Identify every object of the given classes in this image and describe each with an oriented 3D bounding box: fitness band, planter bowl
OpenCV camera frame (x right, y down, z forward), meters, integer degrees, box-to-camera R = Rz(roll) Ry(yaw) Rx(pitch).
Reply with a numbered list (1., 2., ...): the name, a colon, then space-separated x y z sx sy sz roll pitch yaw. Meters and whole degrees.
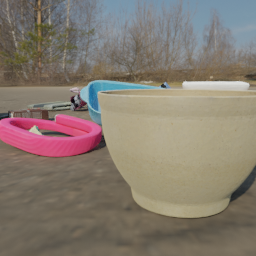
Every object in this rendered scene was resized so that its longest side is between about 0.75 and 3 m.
1. fitness band: -1.512 0.073 5.505 2.164 0.405 1.554 13 15 34
2. planter bowl: 0.555 0.190 2.979 1.743 1.173 1.743 1 10 0

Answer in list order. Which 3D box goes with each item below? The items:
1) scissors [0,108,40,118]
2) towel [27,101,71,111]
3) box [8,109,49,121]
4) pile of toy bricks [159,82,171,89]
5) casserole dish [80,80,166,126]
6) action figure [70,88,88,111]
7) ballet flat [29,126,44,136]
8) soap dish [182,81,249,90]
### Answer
1. scissors: -3.865 -0.529 9.926 0.818 0.156 2.235 -1 10 6
2. towel: -3.119 -0.937 12.131 1.749 0.314 1.816 4 12 37
3. box: -2.948 -0.351 8.329 1.038 0.389 0.520 -6 11 -39
4. pile of toy bricks: 1.267 -0.937 10.411 1.041 1.170 2.109 -39 15 17
5. casserole dish: 0.180 -0.448 6.203 2.482 0.481 1.503 5 36 -11
6. action figure: -1.693 -1.239 11.485 1.037 1.152 1.548 2 22 46
7. ballet flat: -1.860 0.179 5.555 0.351 0.351 1.011 -5 11 -25
8. soap dish: 3.014 -1.064 10.021 2.296 1.185 2.918 2 10 12
